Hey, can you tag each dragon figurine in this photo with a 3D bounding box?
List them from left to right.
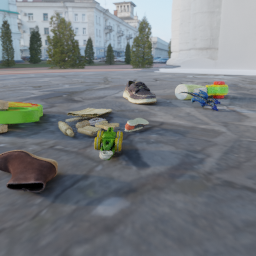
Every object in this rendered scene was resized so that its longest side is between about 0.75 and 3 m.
[{"bbox_3d":[2.816,-1.172,10.895,1.618,0.476,0.804,31,-4,2],"label":"dragon figurine"}]

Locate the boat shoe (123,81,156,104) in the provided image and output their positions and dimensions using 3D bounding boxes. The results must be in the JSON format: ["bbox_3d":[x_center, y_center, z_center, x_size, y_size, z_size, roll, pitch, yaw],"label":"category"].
[{"bbox_3d":[0.468,-1.694,12.925,1.012,0.912,2.814,-5,15,-17],"label":"boat shoe"}]

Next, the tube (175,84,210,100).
[{"bbox_3d":[3.497,-1.840,14.155,2.873,0.834,0.746,-11,-21,-46],"label":"tube"}]

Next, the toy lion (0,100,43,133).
[{"bbox_3d":[-3.790,-0.546,8.951,2.690,0.924,2.578,11,11,37],"label":"toy lion"}]

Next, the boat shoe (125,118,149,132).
[{"bbox_3d":[0.251,-0.078,7.924,0.317,0.279,0.892,36,28,29],"label":"boat shoe"}]

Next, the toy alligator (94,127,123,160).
[{"bbox_3d":[-0.425,0.410,5.857,0.558,0.404,1.683,3,18,3],"label":"toy alligator"}]

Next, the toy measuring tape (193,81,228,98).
[{"bbox_3d":[4.167,-1.819,13.524,2.491,0.916,0.916,-12,18,-42],"label":"toy measuring tape"}]

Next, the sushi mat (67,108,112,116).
[{"bbox_3d":[-1.243,-0.549,9.584,1.023,0.129,2.138,3,8,8],"label":"sushi mat"}]

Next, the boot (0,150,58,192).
[{"bbox_3d":[-1.790,0.706,4.598,1.171,0.424,0.974,3,13,1],"label":"boot"}]

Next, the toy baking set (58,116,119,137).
[{"bbox_3d":[-1.187,-0.058,8.049,1.607,0.244,2.093,-5,15,-30],"label":"toy baking set"}]
